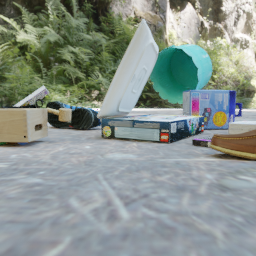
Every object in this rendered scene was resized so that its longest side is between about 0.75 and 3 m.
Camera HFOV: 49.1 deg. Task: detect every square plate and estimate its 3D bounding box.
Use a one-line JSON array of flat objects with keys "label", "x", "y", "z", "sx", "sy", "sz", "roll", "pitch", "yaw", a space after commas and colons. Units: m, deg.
[{"label": "square plate", "x": 0.188, "y": -1.521, "z": 8.634, "sx": 0.408, "sy": 2.868, "sz": 2.841, "roll": 27, "pitch": 7, "yaw": 9}]

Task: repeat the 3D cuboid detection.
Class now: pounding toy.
[{"label": "pounding toy", "x": -2.269, "y": -0.066, "z": 6.815, "sx": 1.810, "sy": 0.828, "sz": 1.590, "roll": 1, "pitch": 5, "yaw": 6}]

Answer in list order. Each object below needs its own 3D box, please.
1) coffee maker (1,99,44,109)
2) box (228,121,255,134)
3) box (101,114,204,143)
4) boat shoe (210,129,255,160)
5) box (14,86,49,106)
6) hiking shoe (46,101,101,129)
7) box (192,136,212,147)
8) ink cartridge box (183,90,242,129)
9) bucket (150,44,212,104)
[{"label": "coffee maker", "x": -3.427, "y": -0.405, "z": 8.897, "sx": 0.811, "sy": 1.156, "sz": 1.204, "roll": 21, "pitch": 16, "yaw": 25}, {"label": "box", "x": 4.173, "y": 0.020, "z": 8.358, "sx": 1.895, "sy": 0.390, "sz": 1.477, "roll": 5, "pitch": 6, "yaw": 36}, {"label": "box", "x": 0.867, "y": -0.060, "z": 8.256, "sx": 1.996, "sy": 0.551, "sz": 2.922, "roll": 3, "pitch": 6, "yaw": 31}, {"label": "boat shoe", "x": 2.505, "y": 0.173, "z": 4.851, "sx": 2.074, "sy": 0.701, "sz": 0.747, "roll": 1, "pitch": 5, "yaw": 16}, {"label": "box", "x": -3.316, "y": -0.942, "z": 9.540, "sx": 1.315, "sy": 0.254, "sz": 0.272, "roll": -38, "pitch": 44, "yaw": -10}, {"label": "hiking shoe", "x": -2.097, "y": -0.390, "z": 10.759, "sx": 2.708, "sy": 1.007, "sz": 1.174, "roll": 15, "pitch": 5, "yaw": 36}, {"label": "box", "x": 1.952, "y": 0.314, "z": 6.420, "sx": 0.611, "sy": 0.154, "sz": 0.855, "roll": 6, "pitch": 9, "yaw": 43}, {"label": "ink cartridge box", "x": 3.102, "y": -0.674, "z": 10.267, "sx": 2.080, "sy": 1.419, "sz": 0.794, "roll": -1, "pitch": 5, "yaw": -11}, {"label": "bucket", "x": 2.163, "y": -2.258, "z": 11.308, "sx": 2.303, "sy": 2.303, "sz": 1.498, "roll": 4, "pitch": 25, "yaw": 41}]
